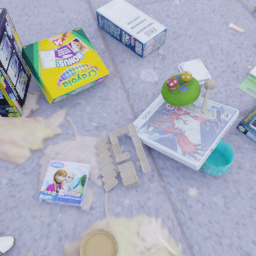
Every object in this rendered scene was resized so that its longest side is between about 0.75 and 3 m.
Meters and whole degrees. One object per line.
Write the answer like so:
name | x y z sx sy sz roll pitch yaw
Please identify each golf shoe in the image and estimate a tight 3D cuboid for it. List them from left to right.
golf shoe | -3.663 3.101 7.382 1.298 0.572 0.501 -9 32 -23

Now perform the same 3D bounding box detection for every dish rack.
dish rack | 2.632 -2.247 10.992 1.031 0.262 1.201 -15 61 -10

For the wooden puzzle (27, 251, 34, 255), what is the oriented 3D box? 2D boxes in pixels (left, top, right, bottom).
wooden puzzle | -2.436 3.834 7.344 0.704 0.083 1.187 -13 59 -8

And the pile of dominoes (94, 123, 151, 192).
pile of dominoes | -0.208 0.957 8.984 1.535 0.314 1.969 -22 57 6

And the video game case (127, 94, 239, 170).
video game case | 1.745 -0.168 9.227 2.774 0.319 2.527 26 61 34

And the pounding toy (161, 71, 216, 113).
pounding toy | 1.836 -1.353 8.932 1.669 0.775 1.289 19 66 25

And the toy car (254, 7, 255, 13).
toy car | 6.469 -4.617 12.386 0.893 1.316 2.684 -38 34 27

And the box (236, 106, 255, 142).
box | 5.272 -0.339 9.668 2.589 0.488 1.768 -39 66 -21

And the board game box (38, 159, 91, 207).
board game box | -1.911 1.660 8.573 1.291 0.266 1.288 6 59 4

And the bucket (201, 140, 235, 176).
bucket | 2.749 0.942 8.731 1.040 0.677 1.040 -1 53 2

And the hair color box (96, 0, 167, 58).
hair color box | 0.106 -4.295 11.883 1.419 0.859 2.839 -40 66 -21

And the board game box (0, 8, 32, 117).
board game box | -4.170 -2.083 9.382 0.799 2.816 2.328 -1 58 0

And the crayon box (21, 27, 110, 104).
crayon box | -2.207 -2.279 10.084 2.392 0.697 2.064 -31 87 -28

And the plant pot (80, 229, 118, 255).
plant pot | -0.783 3.305 7.639 1.042 0.143 1.042 0 58 0

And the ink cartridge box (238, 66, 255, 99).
ink cartridge box | 5.006 -1.763 10.664 0.998 0.329 1.372 39 64 21
